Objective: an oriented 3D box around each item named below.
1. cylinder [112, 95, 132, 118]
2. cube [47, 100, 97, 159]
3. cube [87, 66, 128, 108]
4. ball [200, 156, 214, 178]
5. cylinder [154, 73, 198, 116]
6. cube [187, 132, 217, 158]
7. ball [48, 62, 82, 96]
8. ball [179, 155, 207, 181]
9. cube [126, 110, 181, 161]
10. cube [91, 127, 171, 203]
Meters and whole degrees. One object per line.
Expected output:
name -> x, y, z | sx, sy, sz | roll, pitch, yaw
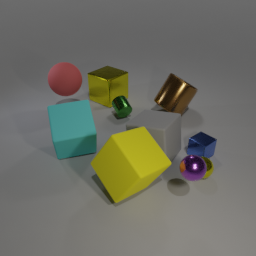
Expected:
cylinder -> -0.265, -0.931, 12.144 | 0.700, 0.700, 0.700 | -15, 57, -23
cube -> -1.905, 0.064, 9.694 | 1.400, 1.400, 1.400 | -11, 61, -12
cube -> -0.940, -2.026, 13.511 | 1.400, 1.400, 1.400 | 24, 39, 33
ball -> 2.384, 1.259, 8.958 | 0.700, 0.700, 0.700 | 0, 32, 0
cylinder -> 2.058, -1.428, 12.103 | 1.400, 1.400, 1.400 | 29, 15, -9
cube -> 2.607, 0.663, 9.916 | 0.700, 0.700, 0.700 | -25, 40, -34
ball -> -2.616, -2.023, 11.662 | 1.400, 1.400, 1.400 | 0, 32, 0
ball -> 1.713, 1.054, 7.392 | 0.700, 0.700, 0.700 | 0, 32, 0
cube -> 0.912, 0.312, 9.534 | 1.400, 1.400, 1.400 | 9, 28, 29
cube -> 0.066, 1.009, 8.001 | 1.400, 1.400, 1.400 | -14, 61, -47
